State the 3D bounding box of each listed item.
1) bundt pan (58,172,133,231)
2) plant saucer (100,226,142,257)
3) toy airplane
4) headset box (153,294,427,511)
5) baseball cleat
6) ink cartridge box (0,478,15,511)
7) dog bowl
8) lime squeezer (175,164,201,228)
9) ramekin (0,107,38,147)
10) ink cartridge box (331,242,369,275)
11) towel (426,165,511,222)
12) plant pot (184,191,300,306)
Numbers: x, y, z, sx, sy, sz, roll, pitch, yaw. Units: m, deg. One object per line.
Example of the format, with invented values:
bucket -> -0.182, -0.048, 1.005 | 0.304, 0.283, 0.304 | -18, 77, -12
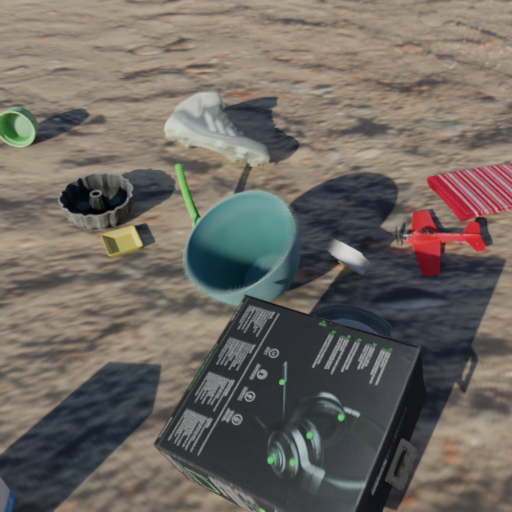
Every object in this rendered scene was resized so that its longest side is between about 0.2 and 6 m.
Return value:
bundt pan -> -3.498, -1.149, 12.411 | 1.622, 0.609, 1.622 | 1, 43, -1
plant saucer -> -2.825, -0.275, 11.797 | 0.733, 0.178, 0.733 | -18, 46, -17
toy airplane -> 3.892, -0.346, 11.730 | 2.018, 0.371, 2.018 | 0, 45, 0
headset box -> 0.633, 2.208, 7.532 | 2.942, 1.365, 2.561 | 13, 57, 30
baseball cleat -> -0.863, -3.267, 14.019 | 3.032, 1.057, 1.614 | 19, 80, 17
ink cartridge box -> -3.901, 3.273, 7.144 | 1.011, 1.374, 0.994 | 1, 43, 1
dog bowl -> 1.497, 1.710, 9.334 | 1.890, 0.554, 1.890 | 1, 46, -1
lime squeezer -> -0.783, -0.557, 11.336 | 3.356, 1.185, 0.633 | 38, 26, 24
ramekin -> -6.180, -3.373, 14.538 | 0.988, 0.988, 0.483 | 0, 36, 0
ink cartridge box -> 1.840, 0.050, 10.932 | 0.538, 0.737, 0.310 | 31, 89, 28
towel -> 5.383, -1.509, 13.051 | 2.364, 0.266, 1.709 | -10, 42, -13
plant pot -> -0.061, 0.084, 10.039 | 2.062, 1.389, 2.062 | -14, 54, 20
